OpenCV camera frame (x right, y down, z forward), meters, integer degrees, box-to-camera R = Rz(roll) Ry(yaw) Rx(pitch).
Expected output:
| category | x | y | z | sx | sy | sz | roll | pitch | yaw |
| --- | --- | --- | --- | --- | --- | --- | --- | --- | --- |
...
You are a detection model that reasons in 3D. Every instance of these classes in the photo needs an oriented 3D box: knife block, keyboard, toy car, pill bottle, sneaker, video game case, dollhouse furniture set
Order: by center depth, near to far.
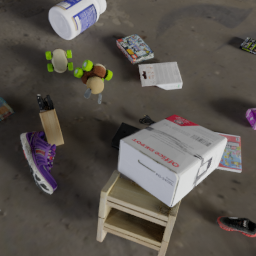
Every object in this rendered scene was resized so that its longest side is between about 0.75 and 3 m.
| category | x | y | z | sx | sy | sz | roll | pitch | yaw |
| --- | --- | --- | --- | --- | --- | --- | --- | --- | --- |
| sneaker | 3.328 | 2.906 | 8.473 | 1.249 | 0.610 | 0.442 | 14 | 57 | 12 |
| dollhouse furniture set | 0.581 | 2.101 | 8.565 | 2.000 | 1.988 | 2.837 | 16 | 31 | 13 |
| sneaker | -2.921 | 1.021 | 9.652 | 1.099 | 1.062 | 2.635 | -18 | 55 | -20 |
| video game case | 3.581 | 0.856 | 10.302 | 1.092 | 0.133 | 1.527 | 9 | 54 | 7 |
| knife block | -2.922 | -0.371 | 10.349 | 0.557 | 1.530 | 1.742 | -16 | 55 | -10 |
| keyboard | 0.985 | 0.507 | 10.473 | 2.957 | 0.305 | 1.879 | 23 | 63 | 15 |
| toy car | -1.425 | -1.748 | 11.449 | 1.271 | 1.221 | 1.547 | 19 | 59 | -38 |
| toy car | -3.167 | -3.230 | 13.075 | 1.111 | 1.067 | 1.352 | -6 | 24 | -9 |
| pill bottle | -2.489 | -5.961 | 14.435 | 1.688 | 1.688 | 2.821 | 32 | 59 | 21 |

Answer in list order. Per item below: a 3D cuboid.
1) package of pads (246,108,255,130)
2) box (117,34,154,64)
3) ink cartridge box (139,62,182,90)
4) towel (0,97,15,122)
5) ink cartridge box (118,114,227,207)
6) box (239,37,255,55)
| category | x | y | z | sx | sy | sz | roll | pitch | yaw |
| --- | --- | --- | --- | --- | --- | --- | --- | --- | --- |
| package of pads | 5.471 | -0.438 | 11.036 | 1.361 | 0.515 | 0.820 | -8 | 51 | -6 |
| box | 0.335 | -3.897 | 13.739 | 1.164 | 0.339 | 1.700 | -24 | 57 | -17 |
| ink cartridge box | 1.422 | -2.309 | 12.542 | 1.763 | 0.442 | 1.419 | -7 | 53 | 1 |
| towel | -5.291 | -0.750 | 11.516 | 0.841 | 0.124 | 1.147 | -39 | 62 | -24 |
| ink cartridge box | 1.264 | 0.750 | 7.933 | 1.912 | 1.097 | 2.632 | 30 | 37 | 32 |
| box | 6.158 | -4.106 | 13.982 | 0.881 | 0.217 | 0.912 | 32 | 59 | 19 |
